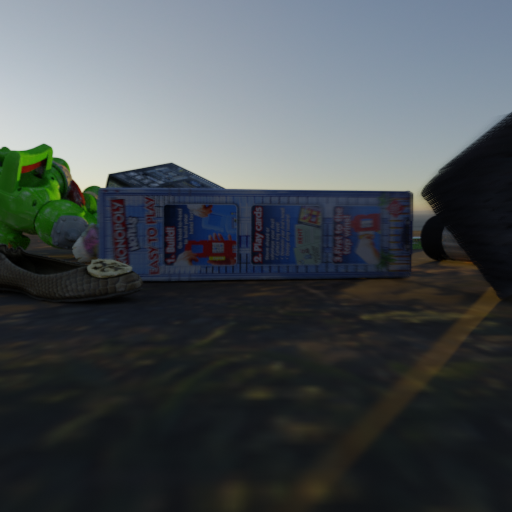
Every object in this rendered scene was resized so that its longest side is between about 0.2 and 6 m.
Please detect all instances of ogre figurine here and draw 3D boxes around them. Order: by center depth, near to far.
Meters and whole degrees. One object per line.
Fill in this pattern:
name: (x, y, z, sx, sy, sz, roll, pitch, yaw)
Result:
ogre figurine: (-3.823, -1.046, 9.850, 3.950, 1.938, 2.368, 45, 15, 3)

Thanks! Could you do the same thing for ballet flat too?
ballet flat: (-1.598, 0.115, 4.390, 1.731, 0.401, 0.583, 2, 4, 34)
ballet flat: (-2.364, -0.123, 8.284, 0.587, 0.570, 1.650, -19, 0, -4)

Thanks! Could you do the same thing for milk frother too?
milk frother: (3.163, -0.507, 8.093, 1.100, 1.218, 1.146, -3, 4, -21)

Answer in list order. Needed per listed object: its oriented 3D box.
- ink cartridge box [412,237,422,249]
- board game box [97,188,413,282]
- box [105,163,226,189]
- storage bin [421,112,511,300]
ink cartridge box: (3.699, -0.281, 12.577, 0.462, 0.264, 0.889, 1, 3, 9)
board game box: (-0.381, -0.271, 6.457, 3.032, 0.936, 3.034, -1, 3, -24)
box: (-1.238, -0.916, 10.187, 2.390, 0.610, 1.885, 28, 27, 20)
storage bin: (2.521, -0.557, 4.632, 1.503, 1.042, 2.223, -41, -20, 29)
